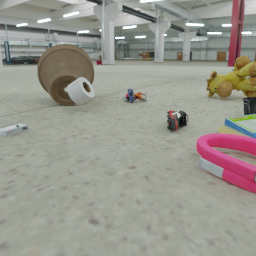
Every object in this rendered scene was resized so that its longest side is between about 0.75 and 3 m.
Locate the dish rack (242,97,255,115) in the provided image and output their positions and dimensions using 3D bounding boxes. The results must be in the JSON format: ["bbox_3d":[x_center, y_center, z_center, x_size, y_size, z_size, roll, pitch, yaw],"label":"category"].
[{"bbox_3d":[5.926,-0.559,10.097,2.262,0.804,2.949,-7,18,-22],"label":"dish rack"}]

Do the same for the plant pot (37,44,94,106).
[{"bbox_3d":[-3.031,-2.386,13.758,2.904,2.904,2.532,-3,33,-11],"label":"plant pot"}]

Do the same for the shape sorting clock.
[{"bbox_3d":[4.211,0.048,8.231,2.980,0.585,2.980,-7,16,2],"label":"shape sorting clock"}]

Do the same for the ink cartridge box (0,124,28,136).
[{"bbox_3d":[-3.824,0.033,9.087,0.742,0.186,0.855,10,18,27],"label":"ink cartridge box"}]

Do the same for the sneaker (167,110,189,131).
[{"bbox_3d":[1.683,-0.273,9.478,0.755,0.546,1.546,0,14,9],"label":"sneaker"}]

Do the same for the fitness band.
[{"bbox_3d":[2.669,0.672,6.053,1.853,0.483,2.580,-11,23,-33],"label":"fitness band"}]

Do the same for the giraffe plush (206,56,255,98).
[{"bbox_3d":[5.393,-2.465,14.932,2.200,2.341,2.713,-18,21,-8],"label":"giraffe plush"}]

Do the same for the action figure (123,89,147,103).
[{"bbox_3d":[0.347,-1.466,14.129,1.187,0.642,1.227,-5,40,7],"label":"action figure"}]

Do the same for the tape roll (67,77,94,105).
[{"bbox_3d":[-1.957,-1.540,11.662,0.671,0.977,0.977,-28,4,24],"label":"tape roll"}]
